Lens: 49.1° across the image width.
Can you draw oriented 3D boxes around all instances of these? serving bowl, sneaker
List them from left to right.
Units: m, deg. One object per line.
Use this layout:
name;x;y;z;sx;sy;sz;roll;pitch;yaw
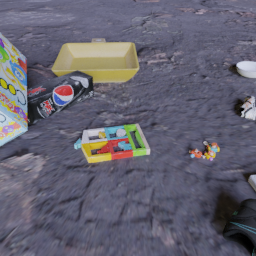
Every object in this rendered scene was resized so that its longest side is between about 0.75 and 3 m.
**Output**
sneaker;3.537;-0.647;8.336;0.433;0.399;1.083;6;34;13
serving bowl;4.653;-2.159;10.596;1.098;0.361;1.098;-1;34;0
sneaker;2.451;1.990;4.243;0.853;0.812;2.153;-30;35;-22

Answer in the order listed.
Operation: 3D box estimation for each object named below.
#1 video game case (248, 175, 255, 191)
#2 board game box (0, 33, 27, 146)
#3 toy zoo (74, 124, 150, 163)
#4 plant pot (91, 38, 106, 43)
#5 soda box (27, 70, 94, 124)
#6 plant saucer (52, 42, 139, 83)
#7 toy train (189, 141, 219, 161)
video game case;3.606;1.432;5.414;1.842;0.212;1.678;-5;35;-8
board game box;-3.561;-1.022;6.814;1.539;1.511;2.934;-29;48;10
toy zoo;-0.450;0.364;7.021;1.763;0.180;1.157;-8;35;-11
plant pot;-1.287;-3.491;12.253;0.811;0.718;0.810;-2;34;-2
soda box;-2.173;-1.011;8.554;0.832;0.744;2.350;28;43;35
plant saucer;-1.154;-2.495;10.780;2.985;0.723;2.985;-1;35;-2
toy train;1.876;0.507;6.782;0.580;0.215;0.772;27;43;33
